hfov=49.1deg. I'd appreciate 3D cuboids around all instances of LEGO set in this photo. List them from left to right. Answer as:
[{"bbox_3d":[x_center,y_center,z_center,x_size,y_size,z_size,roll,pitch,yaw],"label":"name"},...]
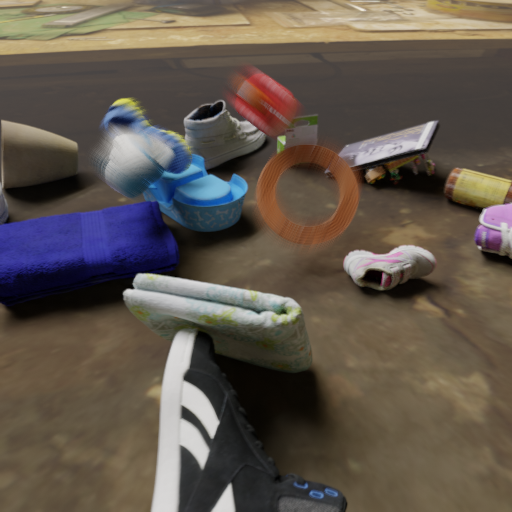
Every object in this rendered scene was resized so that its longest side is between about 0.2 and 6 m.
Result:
[{"bbox_3d":[3.295,-1.971,12.159,0.994,0.804,2.160,-3,31,47],"label":"LEGO set"}]

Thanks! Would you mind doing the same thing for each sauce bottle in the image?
[{"bbox_3d":[4.726,-1.112,10.701,2.120,0.700,0.700,24,40,30],"label":"sauce bottle"}]

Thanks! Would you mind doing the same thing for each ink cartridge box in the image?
[{"bbox_3d":[0.930,-2.653,12.601,0.829,1.121,0.425,-12,35,-17],"label":"ink cartridge box"}]

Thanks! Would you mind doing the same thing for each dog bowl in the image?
[{"bbox_3d":[-1.290,-1.260,10.939,1.466,0.652,2.630,-26,41,-34],"label":"dog bowl"}]

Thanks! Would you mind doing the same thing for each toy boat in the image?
[{"bbox_3d":[0.059,-2.498,9.034,1.205,0.786,0.787,44,17,32],"label":"toy boat"}]

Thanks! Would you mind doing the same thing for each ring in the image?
[{"bbox_3d":[0.835,-0.996,9.125,1.656,1.656,0.159,-3,-6,-5],"label":"ring"}]

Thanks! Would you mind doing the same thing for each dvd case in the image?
[{"bbox_3d":[2.744,-2.331,12.178,2.215,0.177,1.647,-9,26,32],"label":"dvd case"}]

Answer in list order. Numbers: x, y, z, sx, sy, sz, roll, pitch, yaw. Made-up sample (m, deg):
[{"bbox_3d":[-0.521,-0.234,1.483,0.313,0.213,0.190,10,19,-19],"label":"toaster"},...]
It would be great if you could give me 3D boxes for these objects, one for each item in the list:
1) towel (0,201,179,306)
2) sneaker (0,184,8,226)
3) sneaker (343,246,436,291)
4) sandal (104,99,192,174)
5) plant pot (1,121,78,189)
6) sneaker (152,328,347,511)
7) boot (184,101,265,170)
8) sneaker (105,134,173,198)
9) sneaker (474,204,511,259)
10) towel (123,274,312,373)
[{"bbox_3d":[-2.824,-0.093,9.238,2.893,0.717,2.136,-10,28,-14],"label":"towel"},{"bbox_3d":[-4.963,-0.537,9.560,0.977,0.948,2.677,-5,35,-8],"label":"sneaker"},{"bbox_3d":[2.119,0.260,8.784,1.427,0.580,0.629,-7,34,5],"label":"sneaker"},{"bbox_3d":[-2.081,-2.150,10.390,1.938,0.770,0.844,34,23,4],"label":"sandal"},{"bbox_3d":[-4.532,-2.067,11.743,1.467,1.374,1.374,0,31,-25],"label":"plant pot"},{"bbox_3d":[-0.060,2.108,5.571,1.811,1.183,3.237,2,41,-4],"label":"sneaker"},{"bbox_3d":[-0.657,-2.989,12.987,0.957,1.244,2.603,21,39,28],"label":"boot"},{"bbox_3d":[-2.066,-1.535,9.180,0.815,0.772,2.017,27,20,0],"label":"sneaker"},{"bbox_3d":[4.430,-0.053,8.984,1.580,1.004,2.771,-4,26,6],"label":"sneaker"},{"bbox_3d":[-0.386,0.860,6.812,2.078,1.779,0.500,8,68,14],"label":"towel"}]
